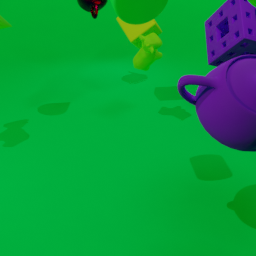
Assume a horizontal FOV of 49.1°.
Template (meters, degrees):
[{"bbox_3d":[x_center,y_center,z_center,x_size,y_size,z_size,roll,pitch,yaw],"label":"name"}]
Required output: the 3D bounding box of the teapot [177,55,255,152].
[{"bbox_3d":[1.568,-0.360,3.458,1.986,0.972,1.235,9,62,-3],"label":"teapot"}]

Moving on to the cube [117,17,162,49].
[{"bbox_3d":[0.350,-3.045,8.321,0.874,0.874,0.874,-33,-9,17],"label":"cube"}]

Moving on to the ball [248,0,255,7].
[{"bbox_3d":[2.201,-2.248,4.126,0.973,0.973,0.973,0,30,0],"label":"ball"}]

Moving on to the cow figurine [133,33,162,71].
[{"bbox_3d":[0.464,-1.935,7.237,0.593,1.081,1.063,54,30,12],"label":"cow figurine"}]

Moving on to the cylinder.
[{"bbox_3d":[0.081,-1.894,3.692,0.738,0.738,0.738,-9,58,-16],"label":"cylinder"}]

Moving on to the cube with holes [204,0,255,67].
[{"bbox_3d":[3.058,-2.475,7.444,1.362,1.362,1.362,6,-17,-20],"label":"cube with holes"}]

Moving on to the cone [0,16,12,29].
[{"bbox_3d":[-3.467,-2.751,7.190,0.996,0.992,0.992,2,21,-47],"label":"cone"}]

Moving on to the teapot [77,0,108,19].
[{"bbox_3d":[-1.250,-4.331,9.266,1.068,0.841,1.717,-4,65,-31],"label":"teapot"}]
